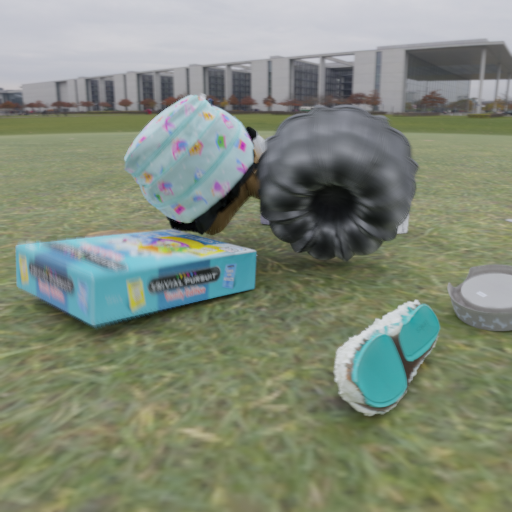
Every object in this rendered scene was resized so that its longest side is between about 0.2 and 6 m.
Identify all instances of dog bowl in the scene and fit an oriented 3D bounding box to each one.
[{"bbox_3d":[3.541,0.622,8.282,1.343,0.394,1.343,-10,26,5],"label":"dog bowl"}]

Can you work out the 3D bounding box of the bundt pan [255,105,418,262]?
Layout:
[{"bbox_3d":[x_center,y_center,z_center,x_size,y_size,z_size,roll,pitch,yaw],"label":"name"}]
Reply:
[{"bbox_3d":[1.377,-1.083,10.061,3.028,3.028,1.136,3,40,10],"label":"bundt pan"}]

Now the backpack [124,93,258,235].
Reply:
[{"bbox_3d":[-1.214,-1.687,10.104,1.968,2.595,3.110,38,5,-18],"label":"backpack"}]

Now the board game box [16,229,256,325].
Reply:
[{"bbox_3d":[-1.901,0.192,9.181,2.338,0.727,3.097,14,16,42],"label":"board game box"}]

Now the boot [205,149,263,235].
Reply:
[{"bbox_3d":[0.254,-1.222,11.796,2.585,2.264,0.855,19,-1,27],"label":"boot"}]

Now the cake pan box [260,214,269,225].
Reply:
[{"bbox_3d":[1.371,-1.241,14.876,2.267,0.593,2.088,5,15,15],"label":"cake pan box"}]

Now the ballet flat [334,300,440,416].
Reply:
[{"bbox_3d":[1.413,1.201,6.490,0.879,0.879,2.450,11,17,34],"label":"ballet flat"}]

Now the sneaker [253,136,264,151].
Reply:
[{"bbox_3d":[-0.509,-2.014,13.671,0.804,2.050,0.814,39,-6,19],"label":"sneaker"}]

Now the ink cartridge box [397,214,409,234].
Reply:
[{"bbox_3d":[3.187,-1.070,13.753,0.499,0.857,1.184,-7,18,-22],"label":"ink cartridge box"}]
